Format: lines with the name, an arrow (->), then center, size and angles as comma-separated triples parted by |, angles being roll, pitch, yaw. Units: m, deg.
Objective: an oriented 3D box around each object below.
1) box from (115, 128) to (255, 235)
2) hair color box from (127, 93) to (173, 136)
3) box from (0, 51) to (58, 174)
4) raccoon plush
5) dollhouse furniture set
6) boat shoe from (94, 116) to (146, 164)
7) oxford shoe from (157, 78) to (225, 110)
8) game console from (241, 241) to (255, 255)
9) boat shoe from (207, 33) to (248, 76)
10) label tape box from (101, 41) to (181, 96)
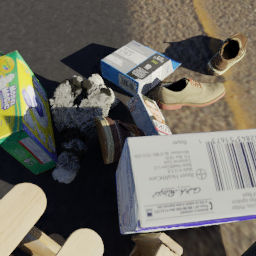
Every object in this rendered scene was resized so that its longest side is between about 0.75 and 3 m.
box -> 0.982, 1.032, 4.789 | 2.230, 2.425, 1.272 | -4, 70, -7
hair color box -> 0.560, -0.131, 6.777 | 0.442, 0.721, 1.457 | -43, 49, 24
box -> -2.433, -0.510, 6.638 | 0.685, 1.662, 2.832 | -23, 55, 0
raccoon plush -> -1.159, -0.099, 6.965 | 1.309, 1.813, 2.706 | 24, 88, 11
dollhouse furniture set -> -0.796, 1.858, 4.389 | 2.692, 2.473, 1.752 | 40, 59, -4
boat shoe -> -0.087, 0.201, 5.659 | 0.916, 2.546, 0.918 | -13, 81, -1
oxford shoe -> 1.785, -1.021, 7.669 | 1.960, 0.733, 0.690 | -13, 45, -9
game console -> 2.744, 2.381, 3.959 | 2.340, 1.362, 2.058 | -40, 61, -5
boat shoe -> 3.307, -2.459, 8.768 | 0.785, 0.786, 2.126 | 37, 61, 5
label tape box -> 0.448, -1.984, 8.539 | 1.511, 0.697, 2.108 | 35, 60, 25
